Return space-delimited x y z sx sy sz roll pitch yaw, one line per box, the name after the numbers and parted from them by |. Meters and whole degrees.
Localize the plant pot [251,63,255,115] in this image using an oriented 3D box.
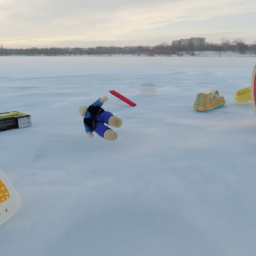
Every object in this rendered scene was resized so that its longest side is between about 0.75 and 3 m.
4.638 -0.989 7.098 2.397 2.709 2.709 -8 13 9 | plant pot

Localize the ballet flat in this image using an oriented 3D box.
3.205 -1.140 10.679 0.831 0.763 2.422 9 17 31 | ballet flat

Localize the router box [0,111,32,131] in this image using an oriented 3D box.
-3.519 -0.188 7.877 0.975 0.324 1.240 14 20 42 | router box

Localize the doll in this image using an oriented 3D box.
-0.687 -0.239 6.407 0.372 1.047 1.534 15 7 -37 | doll

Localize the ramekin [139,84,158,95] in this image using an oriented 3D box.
1.044 -1.965 14.361 0.955 0.501 0.955 0 14 0 | ramekin

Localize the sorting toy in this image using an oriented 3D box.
-2.792 0.815 3.210 2.172 1.160 1.955 11 37 36 | sorting toy

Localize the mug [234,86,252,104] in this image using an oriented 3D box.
5.754 -1.536 10.979 2.010 2.510 2.061 37 31 5 | mug

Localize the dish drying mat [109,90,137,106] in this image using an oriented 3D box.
-0.211 -1.188 11.174 1.168 0.106 0.449 32 23 15 | dish drying mat
